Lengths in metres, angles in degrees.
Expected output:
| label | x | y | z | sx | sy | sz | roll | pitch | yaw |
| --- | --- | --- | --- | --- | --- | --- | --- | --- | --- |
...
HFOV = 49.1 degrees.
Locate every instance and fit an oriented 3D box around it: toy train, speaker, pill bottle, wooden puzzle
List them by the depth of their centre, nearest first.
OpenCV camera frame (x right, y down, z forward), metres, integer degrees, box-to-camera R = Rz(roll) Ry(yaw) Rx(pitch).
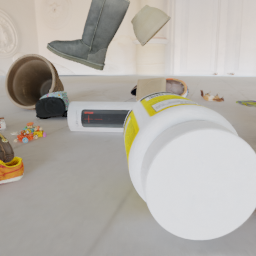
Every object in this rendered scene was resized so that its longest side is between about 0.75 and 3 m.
| label | x | y | z | sx | sy | sz | roll | pitch | yaw |
| --- | --- | --- | --- | --- | --- | --- | --- | --- | --- |
| pill bottle | 0.620 | 0.280 | 3.600 | 1.308 | 1.308 | 2.289 | -1 | 13 | -3 |
| toy train | -2.438 | 0.077 | 6.767 | 0.787 | 0.291 | 1.047 | -9 | 16 | -34 |
| speaker | -0.526 | -0.290 | 7.229 | 1.969 | 0.800 | 0.800 | 2 | 13 | 5 |
| wooden puzzle | 1.078 | -1.750 | 12.993 | 1.340 | 1.239 | 0.249 | 0 | -24 | 13 |

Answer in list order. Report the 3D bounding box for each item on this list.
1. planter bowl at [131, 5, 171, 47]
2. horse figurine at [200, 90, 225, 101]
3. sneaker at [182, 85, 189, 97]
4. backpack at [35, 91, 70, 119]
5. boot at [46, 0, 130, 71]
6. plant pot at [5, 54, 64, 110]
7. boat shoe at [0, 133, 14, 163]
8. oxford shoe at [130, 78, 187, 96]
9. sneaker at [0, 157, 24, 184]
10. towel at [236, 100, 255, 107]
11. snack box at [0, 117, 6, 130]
| label | x | y | z | sx | sy | sz | roll | pitch | yaw |
| --- | --- | --- | --- | --- | --- | --- | --- | --- | --- |
| planter bowl | 0.769 | -4.093 | 10.904 | 1.519 | 1.022 | 1.519 | -44 | 8 | 7 |
| horse figurine | 4.026 | -1.501 | 13.406 | 1.283 | 0.320 | 0.850 | 15 | 35 | 24 |
| sneaker | 2.015 | -1.874 | 14.152 | 0.898 | 0.891 | 2.478 | -22 | 22 | -31 |
| backpack | -2.385 | -0.779 | 9.306 | 1.093 | 0.829 | 1.310 | -1 | 12 | 4 |
| boot | -1.418 | -3.591 | 9.816 | 2.378 | 2.616 | 0.949 | 15 | 24 | -12 |
| plant pot | -3.481 | -1.653 | 11.272 | 2.109 | 2.109 | 1.839 | 3 | -6 | 13 |
| boat shoe | -2.912 | 0.181 | 5.097 | 0.746 | 0.900 | 2.506 | -4 | 16 | -44 |
| oxford shoe | 1.428 | -1.764 | 13.548 | 2.916 | 1.040 | 1.063 | 0 | 18 | 41 |
| sneaker | -1.990 | 0.660 | 4.013 | 0.378 | 0.400 | 1.036 | 9 | 17 | 31 |
| towel | 5.296 | -1.068 | 12.115 | 0.862 | 0.137 | 1.201 | -1 | 12 | -3 |
| snack box | -4.329 | -0.042 | 7.363 | 2.033 | 0.247 | 0.731 | -6 | 14 | -24 |
